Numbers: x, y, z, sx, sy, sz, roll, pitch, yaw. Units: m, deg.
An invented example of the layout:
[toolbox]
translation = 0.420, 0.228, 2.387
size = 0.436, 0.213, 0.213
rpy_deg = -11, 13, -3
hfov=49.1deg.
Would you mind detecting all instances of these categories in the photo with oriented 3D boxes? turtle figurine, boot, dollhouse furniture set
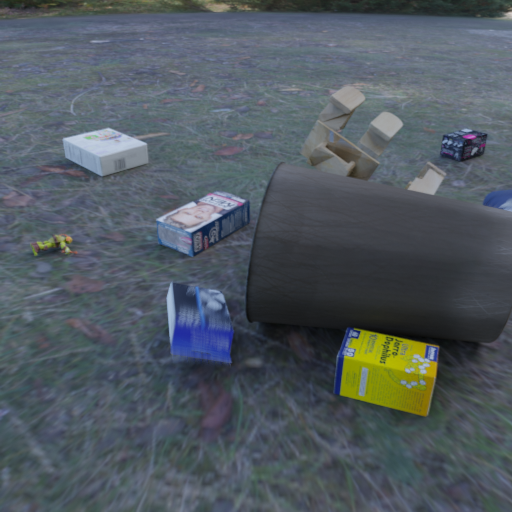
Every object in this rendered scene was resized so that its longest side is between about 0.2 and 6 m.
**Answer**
[turtle figurine]
translation = -3.871, -0.222, 10.749
size = 0.799, 0.319, 0.991
rpy_deg = -17, 34, -27
[boot]
translation = 5.790, -0.678, 10.522
size = 2.819, 1.026, 1.274
rpy_deg = 7, 38, -2
[dollhouse furniture set]
translation = 2.247, -1.731, 11.430
size = 2.706, 2.486, 1.761
rpy_deg = 37, 39, 8

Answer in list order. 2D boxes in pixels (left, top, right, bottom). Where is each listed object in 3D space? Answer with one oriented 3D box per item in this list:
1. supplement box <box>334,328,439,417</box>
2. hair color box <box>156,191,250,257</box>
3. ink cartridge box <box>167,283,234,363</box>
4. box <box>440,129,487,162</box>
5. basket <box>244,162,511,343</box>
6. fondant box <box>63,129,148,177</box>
[supplement box]
translation = 1.707, 1.502, 7.362
size = 1.223, 0.670, 0.666
rpy_deg = 10, 31, 16
[hair color box]
translation = -1.026, -0.702, 11.348
size = 0.931, 0.563, 1.861
rpy_deg = 19, 35, 30
[ink cartridge box]
translation = -0.837, 0.931, 8.245
size = 0.877, 0.346, 1.764
rpy_deg = 12, 19, -16
[box]
translation = 5.712, -3.061, 15.440
size = 1.077, 0.618, 0.712
rpy_deg = -18, 33, -31
[basket]
translation = 1.859, 0.041, 8.397
size = 3.476, 2.364, 3.134
rpy_deg = 10, 26, 10
[fondant box]
translation = -4.050, -2.822, 15.060
size = 1.430, 0.577, 1.982
rpy_deg = -25, 39, -37
